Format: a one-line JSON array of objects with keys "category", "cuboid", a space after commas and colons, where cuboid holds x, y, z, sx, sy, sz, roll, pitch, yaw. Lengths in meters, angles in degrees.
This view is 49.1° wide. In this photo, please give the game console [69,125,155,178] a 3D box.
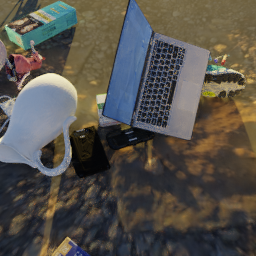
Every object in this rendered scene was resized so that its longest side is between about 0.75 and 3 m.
[{"category": "game console", "cuboid": [-0.354, 0.373, 6.755, 2.102, 0.253, 1.240, -16, 53, -12]}]

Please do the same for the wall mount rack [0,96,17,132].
[{"category": "wall mount rack", "cuboid": [-3.138, -0.327, 7.246, 0.962, 0.413, 1.107, -32, 57, -27]}]

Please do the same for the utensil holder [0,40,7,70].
[{"category": "utensil holder", "cuboid": [-4.686, -2.457, 8.305, 1.741, 1.480, 1.480, 38, 60, 23]}]

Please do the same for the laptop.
[{"category": "laptop", "cuboid": [0.784, -1.074, 6.052, 2.483, 1.439, 2.325, 14, 88, -13]}]

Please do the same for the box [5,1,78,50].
[{"category": "box", "cuboid": [-2.971, -3.634, 9.803, 0.955, 0.570, 2.320, 35, 59, 25]}]

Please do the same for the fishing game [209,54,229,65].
[{"category": "fishing game", "cuboid": [1.505, -2.205, 8.260, 2.771, 0.431, 1.984, 9, 24, 20]}]

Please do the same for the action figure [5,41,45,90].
[{"category": "action figure", "cuboid": [-2.745, -1.778, 7.801, 0.946, 0.851, 1.270, 50, 41, 4]}]

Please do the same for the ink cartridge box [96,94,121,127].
[{"category": "ink cartridge box", "cuboid": [-0.463, -0.462, 7.061, 0.594, 0.817, 0.343, -9, 49, -7]}]

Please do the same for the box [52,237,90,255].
[{"category": "box", "cuboid": [-0.776, 2.752, 4.802, 1.584, 0.257, 0.960, 29, 56, 21]}]

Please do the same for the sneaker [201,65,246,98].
[{"category": "sneaker", "cuboid": [1.988, -1.375, 7.926, 2.498, 0.968, 0.995, 7, 31, 0]}]

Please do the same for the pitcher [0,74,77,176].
[{"category": "pitcher", "cuboid": [-1.866, -0.082, 6.500, 1.902, 1.344, 2.218, 20, 63, 11]}]
